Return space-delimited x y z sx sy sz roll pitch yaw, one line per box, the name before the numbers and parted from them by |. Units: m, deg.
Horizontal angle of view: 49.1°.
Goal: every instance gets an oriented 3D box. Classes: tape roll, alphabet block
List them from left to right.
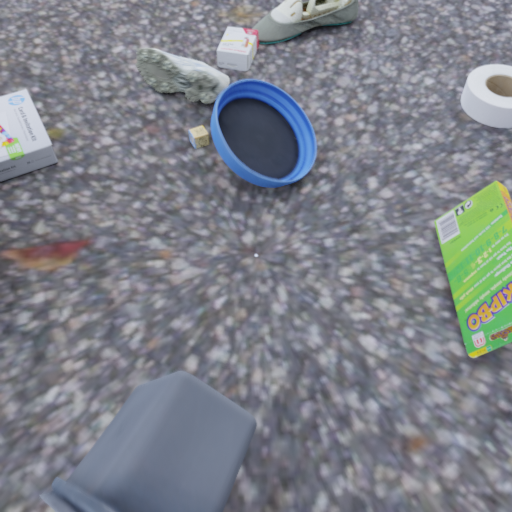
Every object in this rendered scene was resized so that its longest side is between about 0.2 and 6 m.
alphabet block | -1.030 -2.134 10.074 0.279 0.272 0.274 -22 58 -15
tape roll | 4.635 -3.034 10.619 1.371 0.479 1.371 0 52 0

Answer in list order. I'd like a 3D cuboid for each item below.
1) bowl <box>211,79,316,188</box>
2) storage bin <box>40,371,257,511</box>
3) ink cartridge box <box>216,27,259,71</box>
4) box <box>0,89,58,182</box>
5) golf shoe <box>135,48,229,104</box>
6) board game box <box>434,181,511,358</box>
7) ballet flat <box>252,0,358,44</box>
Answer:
bowl | 0.118 -2.022 9.379 1.933 0.379 1.933 12 64 -26
storage bin | -0.897 2.115 5.475 1.640 2.254 1.514 36 63 -10
ink cartridge box | -0.376 -4.313 11.644 0.684 0.393 0.942 10 53 8
box | -4.862 -1.945 9.811 2.272 0.468 1.772 -22 56 -17
golf shoe | -1.429 -3.569 11.011 1.930 0.756 0.939 28 37 12
board game box | 3.234 0.180 7.804 0.362 1.154 2.415 26 46 -27
ballet flat | 1.050 -5.323 12.147 2.571 0.819 0.866 -19 55 -13
